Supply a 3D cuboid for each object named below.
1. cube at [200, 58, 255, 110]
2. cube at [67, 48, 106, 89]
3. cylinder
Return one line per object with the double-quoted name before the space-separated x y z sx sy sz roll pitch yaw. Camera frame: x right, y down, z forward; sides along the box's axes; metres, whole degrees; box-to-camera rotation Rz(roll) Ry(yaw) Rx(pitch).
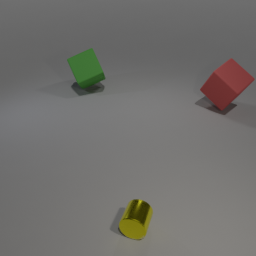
"cube" 4.380 -1.930 12.459 1.400 1.400 1.400 -37 77 -28
"cube" -2.116 -3.028 14.498 1.400 1.400 1.400 -25 -3 -1
"cylinder" 0.211 2.273 7.005 0.700 0.700 0.700 9 31 16
